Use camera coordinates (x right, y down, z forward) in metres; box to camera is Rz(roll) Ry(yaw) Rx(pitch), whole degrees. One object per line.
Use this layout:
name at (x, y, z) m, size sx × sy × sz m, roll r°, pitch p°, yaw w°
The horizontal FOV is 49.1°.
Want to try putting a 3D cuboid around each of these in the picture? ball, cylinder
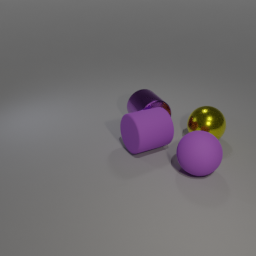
ball at (2.902, -0.125, 10.377) m, size 1.400 × 1.400 × 1.400 m, roll 0°, pitch 29°, yaw 0°
ball at (2.219, 0.782, 8.735) m, size 1.400 × 1.400 × 1.400 m, roll 0°, pitch 29°, yaw 0°
cylinder at (0.651, 0.068, 9.837) m, size 1.400 × 1.400 × 1.400 m, roll -13°, pitch 32°, yaw -26°
cylinder at (0.831, -0.702, 11.373) m, size 1.400 × 1.400 × 1.400 m, roll -10°, pitch 30°, yaw -17°
